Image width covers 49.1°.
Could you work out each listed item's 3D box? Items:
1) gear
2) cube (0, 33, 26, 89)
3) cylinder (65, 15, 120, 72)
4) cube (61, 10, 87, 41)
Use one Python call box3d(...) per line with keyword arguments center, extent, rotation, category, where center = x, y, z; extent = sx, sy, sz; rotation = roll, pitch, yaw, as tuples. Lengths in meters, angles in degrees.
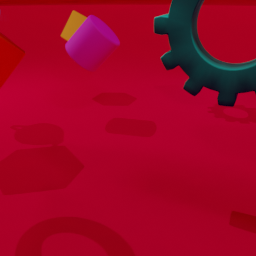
box3d(center=(1.362, -1.297, 3.505), extent=(2.041, 2.041, 0.378), rotation=(11, 29, 22), category="gear")
box3d(center=(-3.013, -1.487, 5.455), extent=(1.213, 1.213, 1.213), rotation=(38, 1, 42), category="cube")
box3d(center=(-0.919, -2.182, 7.296), extent=(1.031, 1.031, 1.031), rotation=(39, 25, -22), category="cylinder")
box3d(center=(-1.459, -3.147, 9.341), extent=(0.952, 0.952, 0.952), rotation=(40, 16, 35), category="cube")
